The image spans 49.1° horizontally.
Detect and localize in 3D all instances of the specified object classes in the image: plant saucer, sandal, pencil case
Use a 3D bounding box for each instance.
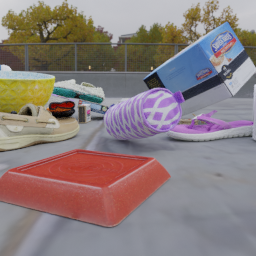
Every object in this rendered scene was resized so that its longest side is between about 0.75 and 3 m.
[{"bbox_3d":[-0.482,0.555,3.348,1.611,0.296,1.614,4,8,26],"label":"plant saucer"},{"bbox_3d":[2.123,-0.124,7.006,2.720,0.669,1.107,-4,8,-25],"label":"sandal"},{"bbox_3d":[0.221,-0.229,5.756,0.900,0.884,2.106,-25,7,-23],"label":"pencil case"}]

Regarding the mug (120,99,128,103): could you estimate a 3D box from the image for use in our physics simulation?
[{"bbox_3d":[0.015,-0.965,12.955,0.966,0.793,0.774,-7,10,-45],"label":"mug"}]

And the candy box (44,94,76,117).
[{"bbox_3d":[-3.336,-1.002,11.161,1.986,0.847,2.368,14,2,-22],"label":"candy box"}]

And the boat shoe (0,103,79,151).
[{"bbox_3d":[-2.039,-0.119,6.255,0.947,0.852,2.624,5,9,31],"label":"boat shoe"}]

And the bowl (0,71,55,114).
[{"bbox_3d":[-3.691,-0.851,8.411,2.902,1.562,2.902,4,15,-1],"label":"bowl"}]

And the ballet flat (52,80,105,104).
[{"bbox_3d":[-2.188,-1.667,12.264,2.453,0.880,0.880,12,2,-24],"label":"ballet flat"}]

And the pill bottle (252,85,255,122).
[{"bbox_3d":[5.016,-0.658,7.889,2.729,1.531,1.531,3,8,24],"label":"pill bottle"}]

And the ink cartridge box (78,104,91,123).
[{"bbox_3d":[-1.571,-0.525,10.155,0.296,0.649,0.787,1,8,6],"label":"ink cartridge box"}]

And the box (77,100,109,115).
[{"bbox_3d":[-1.111,-0.790,11.574,1.249,0.345,1.829,13,3,15],"label":"box"}]

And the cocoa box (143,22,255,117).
[{"bbox_3d":[2.363,-1.833,9.696,1.962,1.930,2.941,-39,8,-33],"label":"cocoa box"}]

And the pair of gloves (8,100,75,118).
[{"bbox_3d":[-2.622,-0.306,7.144,2.506,0.310,2.233,-8,-6,-19],"label":"pair of gloves"}]

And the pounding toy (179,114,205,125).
[{"bbox_3d":[1.988,-0.256,8.784,0.820,0.471,0.469,2,12,14],"label":"pounding toy"}]

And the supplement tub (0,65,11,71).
[{"bbox_3d":[-5.685,-1.237,10.061,2.875,2.079,2.079,-4,8,-23],"label":"supplement tub"}]

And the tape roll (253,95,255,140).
[{"bbox_3d":[3.726,-0.288,6.153,1.774,1.218,1.774,0,7,0],"label":"tape roll"}]
